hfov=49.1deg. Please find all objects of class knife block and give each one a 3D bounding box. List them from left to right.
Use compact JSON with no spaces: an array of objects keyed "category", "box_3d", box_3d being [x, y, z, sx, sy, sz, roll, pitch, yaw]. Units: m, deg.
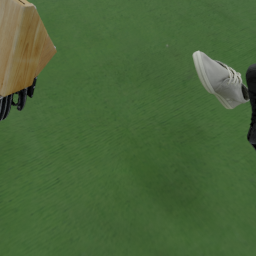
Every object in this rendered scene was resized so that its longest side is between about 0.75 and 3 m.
[{"category":"knife block","box_3d":[-2.662,-1.273,5.919,0.854,2.669,2.343,34,80,5]}]

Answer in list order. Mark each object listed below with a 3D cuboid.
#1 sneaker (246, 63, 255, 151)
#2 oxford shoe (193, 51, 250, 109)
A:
[{"category":"sneaker","box_3d":[2.773,-0.127,5.580,0.658,2.191,1.143,7,56,50]},{"category":"oxford shoe","box_3d":[2.401,-1.232,7.051,0.758,2.626,0.987,-19,61,35]}]
